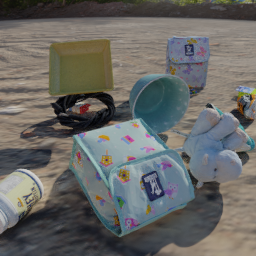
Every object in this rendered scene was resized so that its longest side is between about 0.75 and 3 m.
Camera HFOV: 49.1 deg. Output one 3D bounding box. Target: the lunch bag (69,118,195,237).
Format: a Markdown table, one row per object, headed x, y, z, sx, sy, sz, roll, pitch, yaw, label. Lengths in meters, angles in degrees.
| x | y | z | sx | sy | sz | roll | pitch | yaw | label |
| --- | --- | --- | --- | --- | --- | --- | --- | --- | --- |
| 0.085 | 1.255 | 7.557 | 2.443 | 1.749 | 2.868 | -15 | 46 | -33 | lunch bag |

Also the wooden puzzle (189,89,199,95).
| x | y | z | sx | sy | sz | roll | pitch | yaw | label |
| --- | --- | --- | --- | --- | --- | --- | --- | --- | --- |
| 3.413 | -1.979 | 15.269 | 0.695 | 0.174 | 0.751 | -8 | 29 | -15 | wooden puzzle |

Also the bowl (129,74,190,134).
| x | y | z | sx | sy | sz | roll | pitch | yaw | label |
| --- | --- | --- | --- | --- | --- | --- | --- | --- | --- |
| 1.045 | -1.111 | 11.057 | 2.499 | 2.499 | 1.307 | -12 | 33 | -21 | bowl |

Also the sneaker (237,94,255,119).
| x | y | z | sx | sy | sz | roll | pitch | yaw | label |
| --- | --- | --- | --- | --- | --- | --- | --- | --- | --- |
| 5.390 | -0.968 | 12.795 | 0.839 | 0.850 | 2.172 | 2 | 21 | 24 | sneaker |

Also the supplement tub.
| x | y | z | sx | sy | sz | roll | pitch | yaw | label |
| --- | --- | --- | --- | --- | --- | --- | --- | --- | --- |
| -2.985 | 1.834 | 7.118 | 1.052 | 1.052 | 1.450 | 11 | 29 | 20 | supplement tub |

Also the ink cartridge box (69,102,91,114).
| x | y | z | sx | sy | sz | roll | pitch | yaw | label |
| --- | --- | --- | --- | --- | --- | --- | --- | --- | --- |
| -2.244 | -0.962 | 13.183 | 0.960 | 0.323 | 0.558 | 15 | 32 | 27 | ink cartridge box |

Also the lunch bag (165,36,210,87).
| x | y | z | sx | sy | sz | roll | pitch | yaw | label |
| --- | --- | --- | --- | --- | --- | --- | --- | --- | --- |
| 3.296 | -3.750 | 15.869 | 2.319 | 2.735 | 1.738 | 0 | 27 | -1 | lunch bag |

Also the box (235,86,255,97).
| x | y | z | sx | sy | sz | roll | pitch | yaw | label |
| --- | --- | --- | --- | --- | --- | --- | --- | --- | --- |
| 6.513 | -1.823 | 14.775 | 1.484 | 0.354 | 0.905 | 18 | 33 | 31 | box |

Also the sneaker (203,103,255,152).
| x | y | z | sx | sy | sz | roll | pitch | yaw | label |
| --- | --- | --- | --- | --- | --- | --- | --- | --- | --- |
| 3.719 | 0.033 | 10.853 | 1.164 | 1.133 | 2.924 | 10 | 29 | -21 | sneaker |

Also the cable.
| x | y | z | sx | sy | sz | roll | pitch | yaw | label |
| --- | --- | --- | --- | --- | --- | --- | --- | --- | --- |
| -1.759 | -0.932 | 12.419 | 2.969 | 0.754 | 2.422 | -19 | 43 | -33 | cable |

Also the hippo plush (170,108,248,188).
| x | y | z | sx | sy | sz | roll | pitch | yaw | label |
| --- | --- | --- | --- | --- | --- | --- | --- | --- | --- |
| 2.477 | 0.610 | 8.491 | 2.445 | 1.948 | 1.966 | 5 | 28 | 8 | hippo plush |

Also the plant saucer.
| x | y | z | sx | sy | sz | roll | pitch | yaw | label |
| --- | --- | --- | --- | --- | --- | --- | --- | --- | --- |
| -1.949 | -2.450 | 11.817 | 2.613 | 0.633 | 2.612 | -5 | 66 | -2 | plant saucer |
